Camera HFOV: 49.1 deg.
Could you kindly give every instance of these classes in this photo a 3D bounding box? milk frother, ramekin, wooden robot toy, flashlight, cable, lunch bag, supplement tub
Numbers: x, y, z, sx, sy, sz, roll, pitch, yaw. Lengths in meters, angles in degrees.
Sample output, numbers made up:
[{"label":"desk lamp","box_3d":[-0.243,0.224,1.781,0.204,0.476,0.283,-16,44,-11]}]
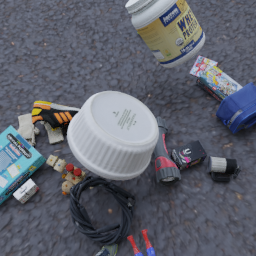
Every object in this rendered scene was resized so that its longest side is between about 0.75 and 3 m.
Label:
[{"label":"milk frother","box_3d":[3.523,1.454,10.276,0.965,1.026,0.926,5,64,3]},{"label":"ramekin","box_3d":[-0.346,0.069,8.558,2.804,1.306,2.804,17,42,-16]},{"label":"wooden robot toy","box_3d":[-2.162,1.864,10.134,2.307,1.016,1.047,26,74,15]},{"label":"flashlight","box_3d":[1.369,0.844,10.782,0.900,0.897,2.649,-6,55,2]},{"label":"cable","box_3d":[-0.952,2.690,9.336,2.371,0.602,1.934,30,69,-10]},{"label":"lunch bag","box_3d":[4.670,-0.708,11.324,2.007,1.363,1.328,-30,64,-16]},{"label":"supplement tub","box_3d":[1.399,-3.914,10.505,2.022,2.800,2.022,-32,28,20]}]

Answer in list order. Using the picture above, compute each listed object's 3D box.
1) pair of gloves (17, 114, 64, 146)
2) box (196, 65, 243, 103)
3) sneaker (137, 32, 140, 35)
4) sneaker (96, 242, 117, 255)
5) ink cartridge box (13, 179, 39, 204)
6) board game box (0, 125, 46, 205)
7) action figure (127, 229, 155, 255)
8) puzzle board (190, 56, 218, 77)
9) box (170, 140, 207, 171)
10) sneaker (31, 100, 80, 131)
[{"label":"pair of gloves","box_3d":[-3.635,-0.016,11.531,1.882,0.330,1.600,-9,60,-4]},{"label":"box","box_3d":[4.107,-1.918,12.573,1.187,0.327,1.737,-38,70,-19]},{"label":"sneaker","box_3d":[1.255,-4.832,14.175,1.693,0.600,0.702,33,71,21]},{"label":"sneaker","box_3d":[-0.849,4.192,8.942,0.501,0.549,1.357,36,66,19]},{"label":"ink cartridge box","box_3d":[-3.646,2.279,10.052,0.326,0.560,0.768,39,67,20]},{"label":"board game box","box_3d":[-4.639,1.424,10.373,1.903,0.592,2.521,39,74,20]},{"label":"action figure","box_3d":[0.782,4.372,8.322,0.825,0.651,2.520,-22,66,-3]},{"label":"puzzle board","box_3d":[3.608,-2.866,13.318,0.971,0.112,1.288,24,63,14]},{"label":"box","box_3d":[2.315,1.052,10.735,1.162,0.616,0.711,-20,62,-12]},{"label":"sneaker","box_3d":[-2.661,-0.346,11.347,2.431,0.850,1.094,13,79,-15]}]
